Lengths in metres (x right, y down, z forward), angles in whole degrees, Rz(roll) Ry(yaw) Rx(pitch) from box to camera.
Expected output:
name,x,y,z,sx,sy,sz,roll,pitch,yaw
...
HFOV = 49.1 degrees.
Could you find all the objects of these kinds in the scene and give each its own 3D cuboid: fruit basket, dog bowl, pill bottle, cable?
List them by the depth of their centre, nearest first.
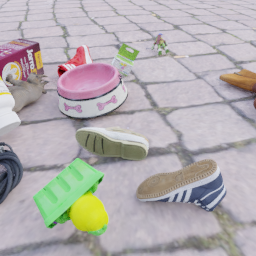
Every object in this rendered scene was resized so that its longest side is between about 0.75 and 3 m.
name,x,y,z,sx,sy,sz,roll,pitch,yaw
fruit basket,-0.935,1.493,5.476,1.519,1.095,1.519,3,69,-8
cable,-3.844,1.259,6.673,2.527,0.642,2.062,-15,42,-25
pill bottle,-4.149,-0.934,8.084,1.312,1.312,2.358,-31,89,-36
dog bowl,-1.321,-1.427,9.858,2.551,0.941,2.551,-6,37,5

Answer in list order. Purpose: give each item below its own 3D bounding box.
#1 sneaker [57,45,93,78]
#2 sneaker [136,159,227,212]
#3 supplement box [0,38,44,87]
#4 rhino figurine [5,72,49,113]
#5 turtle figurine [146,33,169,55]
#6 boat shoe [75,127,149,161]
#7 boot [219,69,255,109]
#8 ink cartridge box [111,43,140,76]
name,x,y,z,sx,sy,sz,roll,pitch,yaw
sneaker,-2.405,-2.920,12.294,1.505,1.020,2.605,-9,34,-15
sneaker,1.229,1.467,6.319,1.965,1.066,0.689,-23,32,21
supplement box,-4.695,-2.414,11.115,1.137,1.464,2.654,16,38,20
rhino figurine,-3.842,-1.264,9.930,1.296,0.886,2.963,31,41,9
turtle figurine,1.688,-4.203,14.642,0.843,1.172,1.136,8,49,-29
boat shoe,-0.425,0.358,7.820,2.039,0.762,0.697,15,33,5
boot,4.600,-1.551,10.309,2.743,0.998,2.914,-21,39,-26
ink cartridge box,-0.125,-2.847,11.702,0.831,1.125,0.426,23,43,-15
